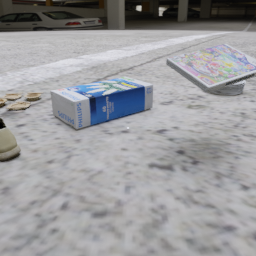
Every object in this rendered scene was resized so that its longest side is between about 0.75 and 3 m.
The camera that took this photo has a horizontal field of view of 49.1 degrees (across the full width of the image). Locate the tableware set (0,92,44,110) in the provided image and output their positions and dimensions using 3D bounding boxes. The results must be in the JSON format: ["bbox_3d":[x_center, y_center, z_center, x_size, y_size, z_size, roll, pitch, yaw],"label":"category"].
[{"bbox_3d":[-3.686,-0.930,9.145,1.433,0.199,1.716,3,23,8],"label":"tableware set"}]

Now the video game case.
[{"bbox_3d":[1.633,-1.144,5.118,1.541,0.139,1.103,-20,46,-26],"label":"video game case"}]

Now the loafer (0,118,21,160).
[{"bbox_3d":[-2.999,0.069,6.135,1.973,0.674,0.747,18,29,37],"label":"loafer"}]

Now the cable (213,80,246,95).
[{"bbox_3d":[3.539,-1.627,10.404,1.508,0.522,1.508,9,25,16],"label":"cable"}]

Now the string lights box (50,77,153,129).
[{"bbox_3d":[-0.687,-0.806,8.067,2.651,0.782,1.362,-18,29,-36],"label":"string lights box"}]
